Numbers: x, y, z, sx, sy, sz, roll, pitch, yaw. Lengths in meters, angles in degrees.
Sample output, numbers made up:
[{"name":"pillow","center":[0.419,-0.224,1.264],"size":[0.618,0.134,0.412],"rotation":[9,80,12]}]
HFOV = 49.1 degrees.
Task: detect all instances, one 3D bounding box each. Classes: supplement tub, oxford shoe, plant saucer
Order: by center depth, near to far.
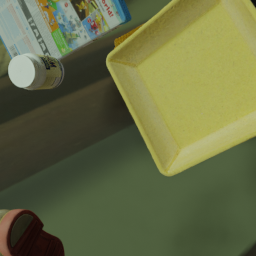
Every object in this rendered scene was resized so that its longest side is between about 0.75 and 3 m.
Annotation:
[{"name":"oxford shoe","center":[-1.310,1.580,3.532],"size":[0.688,1.840,0.648],"rotation":[2,39,15]},{"name":"plant saucer","center":[0.939,-0.668,3.861],"size":[2.068,0.501,2.069],"rotation":[-32,78,28]},{"name":"supplement tub","center":[-1.634,-1.010,5.054],"size":[0.634,0.874,0.634],"rotation":[3,101,18]}]

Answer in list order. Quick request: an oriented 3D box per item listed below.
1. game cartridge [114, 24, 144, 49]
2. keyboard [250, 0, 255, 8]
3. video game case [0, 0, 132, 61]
[{"name":"game cartridge","center":[0.844,-1.387,5.436],"size":[1.847,1.628,0.300],"rotation":[-24,42,16]},{"name":"keyboard","center":[3.369,-3.282,6.819],"size":[0.834,1.389,0.178],"rotation":[-41,24,15]},{"name":"video game case","center":[-1.552,-2.369,5.224],"size":[2.946,2.108,0.262],"rotation":[-16,14,35]}]
